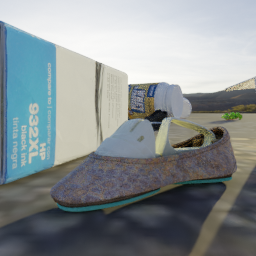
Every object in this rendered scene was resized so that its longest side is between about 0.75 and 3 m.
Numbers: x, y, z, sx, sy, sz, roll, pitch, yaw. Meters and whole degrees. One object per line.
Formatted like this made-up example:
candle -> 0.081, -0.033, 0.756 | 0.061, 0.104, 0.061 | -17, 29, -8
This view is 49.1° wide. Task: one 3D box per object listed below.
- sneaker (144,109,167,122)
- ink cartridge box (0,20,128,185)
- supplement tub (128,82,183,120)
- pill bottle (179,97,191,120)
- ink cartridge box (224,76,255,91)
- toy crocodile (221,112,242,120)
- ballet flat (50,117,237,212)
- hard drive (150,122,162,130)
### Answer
sneaker -> 0.934, -0.389, 9.430 | 0.416, 0.498, 1.097 | 22, 18, 38
ink cartridge box -> -1.187, -0.238, 3.044 | 1.780, 1.027, 2.453 | 1, 4, 18
supplement tub -> 0.889, -0.972, 10.685 | 2.121, 1.534, 1.534 | 1, 4, 30
pill bottle -> 2.317, -0.905, 13.123 | 1.114, 1.114, 2.136 | 0, 4, -1
ink cartridge box -> 2.669, -0.354, 3.058 | 1.646, 0.954, 2.826 | -7, -1, -25
toy crocodile -> 5.219, -0.564, 14.056 | 1.276, 0.394, 0.431 | -7, 7, -30
ballet flat -> 0.158, 0.153, 1.681 | 1.283, 0.432, 0.437 | -3, 5, -35
hard drive -> 0.396, -0.062, 7.163 | 1.067, 0.175, 0.745 | 3, 5, 42
